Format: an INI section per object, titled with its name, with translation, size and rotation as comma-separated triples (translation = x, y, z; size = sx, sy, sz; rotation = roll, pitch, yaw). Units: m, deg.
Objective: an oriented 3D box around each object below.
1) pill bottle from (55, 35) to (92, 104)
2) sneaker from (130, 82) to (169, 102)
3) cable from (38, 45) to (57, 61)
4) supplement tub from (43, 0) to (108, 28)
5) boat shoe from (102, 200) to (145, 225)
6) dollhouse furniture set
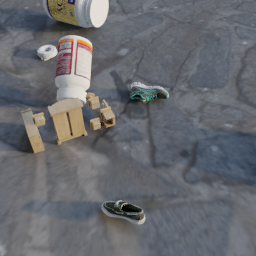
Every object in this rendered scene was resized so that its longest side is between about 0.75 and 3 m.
[pill bottle]
translation = -1.767, -1.830, 9.079
size = 1.110, 1.110, 2.025
rotation = 2, 80, 2
[sneaker]
translation = 0.691, -1.111, 9.608
size = 1.383, 0.537, 0.631
rotation = 12, 62, 17
[cable]
translation = -3.346, -3.154, 11.589
size = 0.784, 0.271, 0.784
rotation = -28, 53, -24
[supplement tub]
translation = -2.367, -5.700, 12.891
size = 2.523, 1.834, 1.834
rotation = 20, 50, 19
[boat shoe]
translation = -0.129, 1.898, 6.628
size = 1.171, 0.373, 0.414
rotation = 7, 33, 29
[dollhouse furniture set]
translation = -1.779, -0.457, 8.359
size = 2.563, 1.328, 1.135
rotation = -19, 51, -17
